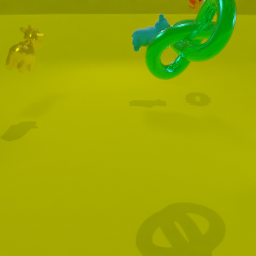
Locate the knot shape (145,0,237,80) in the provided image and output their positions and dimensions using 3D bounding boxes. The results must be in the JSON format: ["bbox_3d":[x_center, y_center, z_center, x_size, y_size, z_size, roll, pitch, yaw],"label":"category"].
[{"bbox_3d":[1.037,-1.418,4.293,1.537,0.710,1.439,-31,11,39],"label":"knot shape"}]

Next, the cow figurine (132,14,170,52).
[{"bbox_3d":[0.784,-3.260,9.590,1.312,1.291,0.720,4,-19,11],"label":"cow figurine"}]

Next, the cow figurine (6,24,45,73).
[{"bbox_3d":[-2.751,-2.151,7.529,0.699,1.253,1.273,16,15,-2],"label":"cow figurine"}]

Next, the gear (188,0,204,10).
[{"bbox_3d":[2.670,-4.954,10.065,0.254,1.372,1.372,37,35,11],"label":"gear"}]
